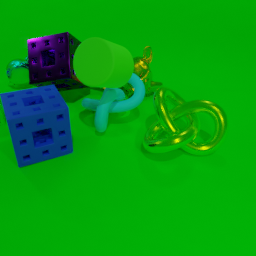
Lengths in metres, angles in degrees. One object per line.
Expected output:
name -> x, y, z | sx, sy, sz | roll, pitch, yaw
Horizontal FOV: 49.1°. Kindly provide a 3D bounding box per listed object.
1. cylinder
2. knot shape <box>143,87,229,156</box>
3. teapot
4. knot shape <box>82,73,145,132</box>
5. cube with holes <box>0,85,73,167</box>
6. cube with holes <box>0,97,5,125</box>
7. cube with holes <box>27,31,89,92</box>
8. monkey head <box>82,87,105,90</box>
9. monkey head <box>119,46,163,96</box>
cylinder -> -0.538, -1.458, 6.455 | 1.050, 1.050, 1.050 | 17, 12, 23
knot shape -> 1.159, -0.034, 6.614 | 1.882, 0.929, 2.011 | -38, 63, -23
teapot -> -3.675, -1.902, 9.418 | 0.907, 1.459, 0.714 | 31, 17, -40
knot shape -> -0.495, -0.636, 7.480 | 1.853, 0.856, 1.734 | -24, 25, 31
cube with holes -> -2.141, -0.097, 6.614 | 1.265, 1.265, 1.265 | -14, 37, -23
cube with holes -> -3.982, -0.616, 7.728 | 0.902, 0.902, 0.902 | -12, 36, -17
cube with holes -> -2.078, -1.942, 8.580 | 1.334, 1.334, 1.334 | -6, -5, 16
monkey head -> -0.987, -1.601, 9.429 | 0.903, 1.078, 1.499 | 35, 12, -28
monkey head -> 0.423, -1.643, 9.008 | 1.330, 1.849, 1.114 | 6, 51, -37
